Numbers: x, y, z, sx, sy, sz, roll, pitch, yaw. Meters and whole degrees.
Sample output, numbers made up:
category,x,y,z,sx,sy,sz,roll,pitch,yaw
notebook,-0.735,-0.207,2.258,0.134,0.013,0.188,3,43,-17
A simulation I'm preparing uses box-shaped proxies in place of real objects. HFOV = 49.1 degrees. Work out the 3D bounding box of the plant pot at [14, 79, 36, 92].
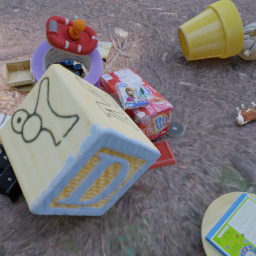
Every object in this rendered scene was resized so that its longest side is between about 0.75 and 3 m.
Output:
category,x,y,z,sx,sy,sz,roll,pitch,yaw
plant pot,-4.121,-1.861,11.668,1.226,0.168,1.226,-1,47,1

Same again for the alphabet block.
category,x,y,z,sx,sy,sz,roll,pitch,yaw
alphabet block,-1.270,0.421,7.308,2.601,2.615,2.663,-46,55,10

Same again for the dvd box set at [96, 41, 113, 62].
category,x,y,z,sx,sy,sz,roll,pitch,yaw
dvd box set,-1.358,-3.654,13.290,1.020,0.205,1.394,7,47,6

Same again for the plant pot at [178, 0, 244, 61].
category,x,y,z,sx,sy,sz,roll,pitch,yaw
plant pot,3.525,-4.101,12.447,2.261,2.404,2.404,-19,48,4

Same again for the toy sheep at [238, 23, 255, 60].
category,x,y,z,sx,sy,sz,roll,pitch,yaw
toy sheep,5.674,-3.896,12.579,1.684,1.684,2.443,30,55,25

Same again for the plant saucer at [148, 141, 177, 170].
category,x,y,z,sx,sy,sz,roll,pitch,yaw
plant saucer,0.983,0.828,9.183,0.995,0.183,0.993,-10,48,-10

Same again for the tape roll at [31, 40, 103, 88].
category,x,y,z,sx,sy,sz,roll,pitch,yaw
tape roll,-2.287,-2.178,10.719,2.600,1.105,2.600,3,67,-8

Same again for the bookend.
category,x,y,z,sx,sy,sz,roll,pitch,yaw
bookend,-3.618,1.350,8.405,1.333,0.614,1.325,17,50,16

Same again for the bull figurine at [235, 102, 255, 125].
category,x,y,z,sx,sy,sz,roll,pitch,yaw
bull figurine,4.367,-0.528,10.232,1.216,0.396,0.738,-11,70,-16

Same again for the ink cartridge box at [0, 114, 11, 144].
category,x,y,z,sx,sy,sz,roll,pitch,yaw
ink cartridge box,-4.446,0.017,9.693,1.568,0.523,0.908,11,48,10

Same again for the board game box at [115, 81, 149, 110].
category,x,y,z,sx,sy,sz,roll,pitch,yaw
board game box,0.119,-0.995,8.402,0.834,0.172,0.832,-11,72,-33

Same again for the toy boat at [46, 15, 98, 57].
category,x,y,z,sx,sy,sz,roll,pitch,yaw
toy boat,-1.839,-3.314,9.750,1.867,1.220,1.218,7,71,-38

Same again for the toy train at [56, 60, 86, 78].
category,x,y,z,sx,sy,sz,roll,pitch,yaw
toy train,-2.594,-2.409,11.817,1.673,0.725,0.956,28,58,24

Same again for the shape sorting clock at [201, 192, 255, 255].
category,x,y,z,sx,sy,sz,roll,pitch,yaw
shape sorting clock,3.150,2.860,7.070,2.625,0.515,2.625,1,48,-1

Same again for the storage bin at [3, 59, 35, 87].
category,x,y,z,sx,sy,sz,roll,pitch,yaw
storage bin,-4.497,-2.271,11.597,1.100,0.516,1.092,-11,48,-9

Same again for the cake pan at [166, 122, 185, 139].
category,x,y,z,sx,sy,sz,roll,pitch,yaw
cake pan,1.645,0.051,9.925,0.754,0.138,0.754,0,48,0

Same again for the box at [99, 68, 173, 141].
category,x,y,z,sx,sy,sz,roll,pitch,yaw
box,0.171,-0.810,9.727,1.339,1.283,2.687,-20,48,-25
